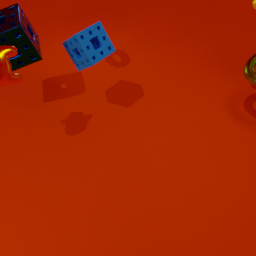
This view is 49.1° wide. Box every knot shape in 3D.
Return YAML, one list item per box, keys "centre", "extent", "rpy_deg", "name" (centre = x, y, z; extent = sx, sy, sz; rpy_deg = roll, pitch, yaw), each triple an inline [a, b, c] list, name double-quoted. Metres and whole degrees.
- centre: [3.800, -1.458, 6.640]
  extent: [0.855, 1.731, 1.850]
  rpy_deg: [-4, 58, -32]
  name: "knot shape"

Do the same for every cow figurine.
- centre: [-2.843, -1.365, 5.580]
  extent: [0.693, 1.262, 1.241]
  rpy_deg: [5, 17, 41]
  name: "cow figurine"

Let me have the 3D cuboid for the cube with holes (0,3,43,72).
- centre: [-3.121, -2.372, 7.488]
  extent: [1.119, 1.119, 1.119]
  rpy_deg: [-21, 54, 1]
  name: "cube with holes"

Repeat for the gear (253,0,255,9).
- centre: [3.603, -3.364, 6.356]
  extent: [1.783, 1.783, 0.330]
  rpy_deg: [-23, 37, -19]
  name: "gear"

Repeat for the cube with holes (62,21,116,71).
- centre: [-1.012, -2.097, 7.253]
  extent: [0.825, 0.825, 0.825]
  rpy_deg: [-41, 21, -29]
  name: "cube with holes"
